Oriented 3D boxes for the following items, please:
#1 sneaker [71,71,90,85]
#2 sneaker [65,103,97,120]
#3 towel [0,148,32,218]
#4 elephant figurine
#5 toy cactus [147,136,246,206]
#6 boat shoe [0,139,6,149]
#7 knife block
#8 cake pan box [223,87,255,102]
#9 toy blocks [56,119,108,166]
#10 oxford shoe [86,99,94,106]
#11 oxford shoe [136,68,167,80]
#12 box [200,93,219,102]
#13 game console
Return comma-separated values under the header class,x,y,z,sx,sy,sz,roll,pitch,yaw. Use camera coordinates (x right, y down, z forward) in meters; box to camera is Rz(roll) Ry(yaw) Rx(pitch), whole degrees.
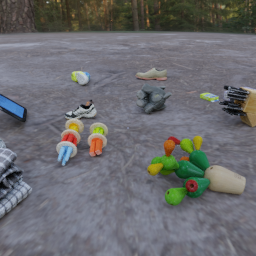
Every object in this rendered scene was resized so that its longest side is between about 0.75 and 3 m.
class,x,y,z,sx,sy,sz,roll,pitch,yaw
sneaker,-2.374,-2.807,15.288,0.953,0.687,1.814,-14,27,-30
sneaker,-1.793,-0.652,10.436,1.191,0.522,0.450,-10,36,0
towel,-3.803,1.165,5.583,2.843,1.216,2.354,10,27,22
elephant figurine,1.069,-1.271,11.429,1.343,1.225,1.731,38,18,11
toy cactus,1.604,0.911,6.476,2.116,1.311,2.565,15,18,10
boat shoe,-3.746,0.610,7.622,0.677,0.589,1.838,-6,24,-13
knife block,4.231,-1.063,9.634,2.094,1.838,0.670,-33,28,1
cake pan box,5.299,-1.385,12.399,1.618,0.423,1.490,-14,25,-30
toy blocks,-1.284,0.470,7.951,1.338,0.583,1.605,9,36,-4
oxford shoe,-1.656,-0.895,11.358,0.334,0.342,0.938,5,24,11
oxford shoe,1.340,-3.129,16.028,1.816,0.670,0.643,3,24,6
box,3.708,-1.394,12.697,0.476,0.186,0.781,-14,27,-27
game console,-4.235,-1.327,9.758,1.259,1.903,2.164,-2,15,-19
